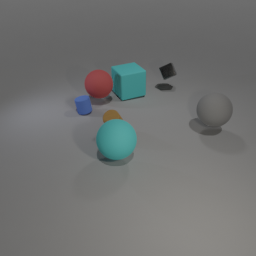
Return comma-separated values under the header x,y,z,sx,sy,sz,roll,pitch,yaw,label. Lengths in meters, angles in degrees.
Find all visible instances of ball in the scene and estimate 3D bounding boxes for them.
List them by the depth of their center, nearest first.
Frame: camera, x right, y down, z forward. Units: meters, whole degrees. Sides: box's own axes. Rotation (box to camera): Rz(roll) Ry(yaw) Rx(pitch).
x,y,z,sx,sy,sz,roll,pitch,yaw,label
-0.396,0.394,9.650,1.400,1.400,1.400,0,30,0,ball
3.470,-0.733,11.249,1.400,1.400,1.400,0,30,0,ball
-1.432,-2.155,13.754,1.400,1.400,1.400,0,30,0,ball

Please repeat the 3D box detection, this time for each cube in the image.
x,y,z,sx,sy,sz,roll,pitch,yaw,label
0.028,-2.485,14.773,1.400,1.400,1.400,-15,36,-19,cube
2.174,-3.057,15.120,0.700,0.700,0.700,-21,5,19,cube

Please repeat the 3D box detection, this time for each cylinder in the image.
x,y,z,sx,sy,sz,roll,pitch,yaw,label
-0.598,-0.303,11.450,0.700,0.700,0.700,-5,69,13,cylinder
-2.094,-1.087,13.176,0.700,0.700,0.700,-9,29,5,cylinder
